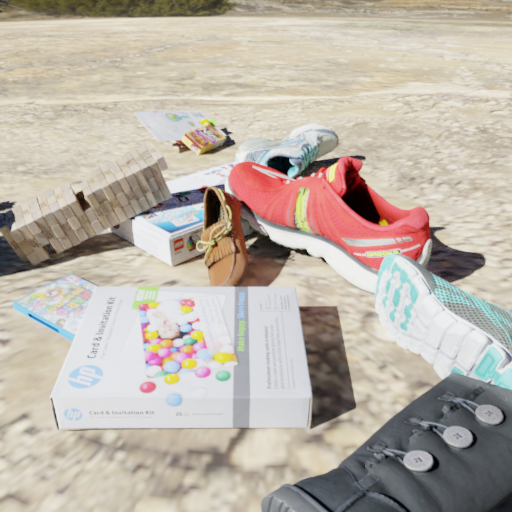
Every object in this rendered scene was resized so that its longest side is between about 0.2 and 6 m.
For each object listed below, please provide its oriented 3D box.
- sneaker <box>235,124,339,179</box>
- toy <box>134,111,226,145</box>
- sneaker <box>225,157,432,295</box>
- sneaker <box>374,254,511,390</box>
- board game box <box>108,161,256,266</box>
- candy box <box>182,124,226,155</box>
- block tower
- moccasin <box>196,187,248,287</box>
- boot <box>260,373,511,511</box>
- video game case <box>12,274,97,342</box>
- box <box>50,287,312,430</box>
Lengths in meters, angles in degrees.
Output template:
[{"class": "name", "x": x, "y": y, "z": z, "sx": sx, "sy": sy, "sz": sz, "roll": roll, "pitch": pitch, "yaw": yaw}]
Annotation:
[{"class": "sneaker", "x": 0.757, "y": -1.913, "z": 11.063, "sx": 2.220, "sy": 0.862, "sz": 0.958, "roll": -20, "pitch": 43, "yaw": -19}, {"class": "toy", "x": -1.769, "y": -2.898, "z": 12.978, "sx": 1.931, "sy": 0.456, "sz": 1.112, "roll": -18, "pitch": 55, "yaw": -39}, {"class": "sneaker", "x": 0.970, "y": -0.787, "z": 7.731, "sx": 3.253, "sy": 1.381, "sz": 1.253, "roll": 29, "pitch": 40, "yaw": 29}, {"class": "sneaker", "x": 2.146, "y": 0.736, "z": 6.000, "sx": 1.047, "sy": 0.890, "sz": 2.295, "roll": 0, "pitch": 32, "yaw": -25}, {"class": "board game box", "x": -0.765, "y": -0.813, "z": 9.094, "sx": 2.900, "sy": 0.502, "sz": 1.831, "roll": -24, "pitch": 36, "yaw": -37}, {"class": "candy box", "x": -1.165, "y": -2.621, "z": 12.569, "sx": 0.538, "sy": 0.260, "sz": 0.922, "roll": 43, "pitch": 40, "yaw": 9}, {"class": "block tower", "x": -2.375, "y": -0.740, "z": 8.027, "sx": 2.422, "sy": 0.700, "sz": 0.654, "roll": -29, "pitch": 41, "yaw": -10}, {"class": "moccasin", "x": -0.472, "y": -0.237, "z": 7.395, "sx": 0.615, "sy": 0.649, "sz": 1.683, "roll": -25, "pitch": 49, "yaw": 32}, {"class": "boot", "x": 1.504, "y": 1.823, "z": 3.947, "sx": 2.319, "sy": 0.761, "sz": 1.911, "roll": -15, "pitch": 33, "yaw": -34}, {"class": "video game case", "x": -2.217, "y": 0.611, "z": 6.819, "sx": 1.232, "sy": 0.110, "sz": 0.882, "roll": 19, "pitch": 33, "yaw": 31}, {"class": "box", "x": -0.662, "y": 0.956, "z": 5.692, "sx": 2.282, "sy": 0.470, "sz": 1.779, "roll": 0, "pitch": 30, "yaw": -1}]
